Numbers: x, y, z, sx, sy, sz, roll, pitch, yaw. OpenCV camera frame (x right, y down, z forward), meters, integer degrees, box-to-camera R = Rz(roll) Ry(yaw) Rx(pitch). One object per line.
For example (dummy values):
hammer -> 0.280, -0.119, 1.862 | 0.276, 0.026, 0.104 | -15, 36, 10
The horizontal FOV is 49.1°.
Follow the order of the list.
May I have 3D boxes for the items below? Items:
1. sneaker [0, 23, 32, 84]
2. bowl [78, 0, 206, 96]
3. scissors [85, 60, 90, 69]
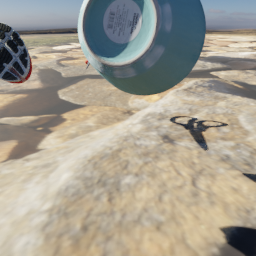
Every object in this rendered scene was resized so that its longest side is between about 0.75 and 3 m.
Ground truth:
sneaker -> -2.280, -1.358, 4.859 | 2.113, 0.813, 0.897 | 36, -7, 24
bowl -> 0.074, -1.953, 5.596 | 2.697, 2.697, 1.411 | 10, 13, 22
scissors -> -1.223, -2.099, 8.936 | 0.917, 0.175, 2.506 | -34, 23, 28
